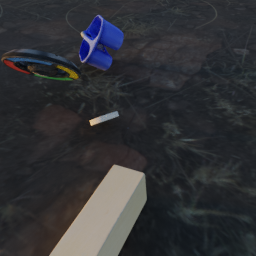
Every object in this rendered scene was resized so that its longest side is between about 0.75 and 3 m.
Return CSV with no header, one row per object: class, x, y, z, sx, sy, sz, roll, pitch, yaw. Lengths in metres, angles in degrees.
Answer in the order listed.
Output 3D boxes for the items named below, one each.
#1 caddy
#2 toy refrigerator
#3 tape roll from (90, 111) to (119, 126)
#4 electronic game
caddy,-1.187,-3.290,10.651,1.291,1.738,2.459,21,21,-25
toy refrigerator,-0.493,1.896,5.463,0.837,0.908,2.393,13,42,23
tape roll,-0.696,-0.279,8.191,0.875,0.160,0.875,-20,2,1
electronic game,-2.661,-1.885,8.747,2.389,0.497,2.389,8,-4,0
